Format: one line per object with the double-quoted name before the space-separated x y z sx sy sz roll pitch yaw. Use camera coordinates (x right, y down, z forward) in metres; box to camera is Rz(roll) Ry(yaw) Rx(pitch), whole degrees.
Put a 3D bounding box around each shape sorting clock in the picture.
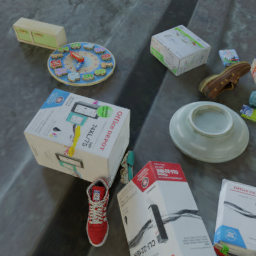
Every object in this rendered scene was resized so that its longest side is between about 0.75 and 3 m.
"shape sorting clock" -1.995 -2.859 12.092 2.892 0.567 2.892 0 53 0

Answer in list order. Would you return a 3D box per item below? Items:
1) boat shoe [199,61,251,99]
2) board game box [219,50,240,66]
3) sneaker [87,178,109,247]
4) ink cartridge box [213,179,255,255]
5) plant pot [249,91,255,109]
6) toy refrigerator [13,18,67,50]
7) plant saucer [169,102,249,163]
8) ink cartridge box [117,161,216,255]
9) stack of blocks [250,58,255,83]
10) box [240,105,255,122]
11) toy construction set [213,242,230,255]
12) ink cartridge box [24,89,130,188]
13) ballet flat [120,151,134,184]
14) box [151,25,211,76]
"boat shoe" 3.999 -1.870 11.202 2.417 0.870 0.816 -28 63 -14
"board game box" 4.559 -3.161 12.577 0.706 0.171 0.933 -4 52 -3
"sneaker" -0.850 2.282 7.835 0.633 1.000 1.777 0 52 0
"ink cartridge box" 3.262 2.385 7.915 1.289 0.754 2.222 14 54 11
"plant pot" 4.912 -0.969 10.599 0.760 0.760 0.509 34 87 23
"toy refrigerator" -4.101 -4.357 13.065 2.281 0.866 0.798 17 54 12
"plant saucer" 2.853 -0.107 9.798 2.756 0.692 2.756 -2 49 2
"ink cartridge box" 0.827 2.423 7.044 1.076 1.855 2.571 9 46 -32
"stack of blocks" 6.402 -2.251 11.563 2.221 0.650 1.279 0 52 0
"box" 4.642 -0.532 10.528 0.795 0.189 0.485 26 57 19
"toy construction set" 2.455 3.822 6.665 1.416 1.537 1.843 29 39 0
"ink cartridge box" -1.417 0.325 8.770 2.567 1.874 1.883 16 55 10
"ballet flat" -0.054 1.262 9.030 0.389 0.460 1.216 -18 43 25
"box" 2.262 -3.464 12.312 1.731 0.948 1.962 -28 57 -20
